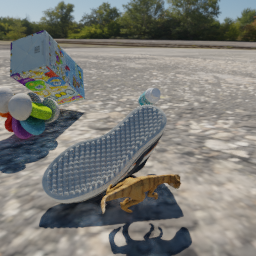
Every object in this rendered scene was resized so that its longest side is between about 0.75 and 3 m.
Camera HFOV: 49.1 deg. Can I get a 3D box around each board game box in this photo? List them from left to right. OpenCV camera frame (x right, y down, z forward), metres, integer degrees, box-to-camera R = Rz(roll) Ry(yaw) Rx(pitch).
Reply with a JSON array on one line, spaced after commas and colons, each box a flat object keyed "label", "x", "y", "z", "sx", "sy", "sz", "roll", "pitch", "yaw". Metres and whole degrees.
[{"label": "board game box", "x": -2.621, "y": -1.865, "z": 9.494, "sx": 1.292, "sy": 1.315, "sz": 2.508, "roll": -13, "pitch": -21, "yaw": 15}]

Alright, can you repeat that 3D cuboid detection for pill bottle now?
[{"label": "pill bottle", "x": 0.766, "y": -1.060, "z": 9.847, "sx": 0.549, "sy": 0.549, "sz": 0.992, "roll": -9, "pitch": -12, "yaw": -25}]

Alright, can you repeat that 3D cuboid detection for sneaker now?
[{"label": "sneaker", "x": -0.324, "y": 0.611, "z": 5.247, "sx": 2.582, "sy": 1.025, "sz": 1.013, "roll": -32, "pitch": 65, "yaw": -23}]

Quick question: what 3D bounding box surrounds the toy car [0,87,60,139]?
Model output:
[{"label": "toy car", "x": -2.753, "y": -0.338, "z": 7.429, "sx": 1.611, "sy": 1.208, "sz": 1.410, "roll": 19, "pitch": 6, "yaw": 27}]

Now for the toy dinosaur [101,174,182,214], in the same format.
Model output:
[{"label": "toy dinosaur", "x": 0.025, "y": 0.875, "z": 3.988, "sx": 1.756, "sy": 0.933, "sz": 0.531, "roll": -8, "pitch": 63, "yaw": -42}]
